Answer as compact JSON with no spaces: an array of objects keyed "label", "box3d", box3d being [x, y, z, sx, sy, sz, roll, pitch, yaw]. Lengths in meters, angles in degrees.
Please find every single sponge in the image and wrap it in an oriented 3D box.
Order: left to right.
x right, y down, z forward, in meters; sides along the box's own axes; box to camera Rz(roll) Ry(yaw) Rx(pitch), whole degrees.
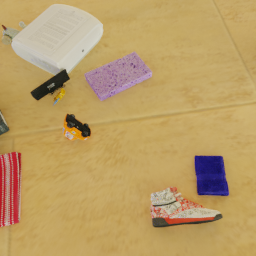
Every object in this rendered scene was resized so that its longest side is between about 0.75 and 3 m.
[{"label":"sponge","box3d":[-0.321,-1.766,9.418,1.997,0.298,1.114,-27,65,-15]}]

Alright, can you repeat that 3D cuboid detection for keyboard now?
[{"label":"keyboard","box3d":[-2.501,-1.381,8.996,1.339,0.697,0.265,-37,65,-14]}]

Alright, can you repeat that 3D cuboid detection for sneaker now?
[{"label":"sneaker","box3d":[1.458,1.964,7.176,1.789,0.597,0.959,-5,64,0]}]

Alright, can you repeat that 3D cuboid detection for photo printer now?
[{"label":"photo printer","box3d":[-2.341,-3.214,9.850,2.234,0.933,2.686,27,64,15]}]

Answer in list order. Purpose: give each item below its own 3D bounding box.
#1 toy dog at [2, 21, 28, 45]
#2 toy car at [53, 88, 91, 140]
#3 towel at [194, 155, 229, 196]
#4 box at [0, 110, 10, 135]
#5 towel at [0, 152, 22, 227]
[{"label":"toy dog","box3d":[-4.017,-3.543,10.204,1.348,0.649,0.889,-25,64,-13]},{"label":"toy car","box3d":[-1.773,-0.318,8.637,0.644,0.949,1.935,-46,42,20]},{"label":"towel","box3d":[2.303,1.288,7.730,0.854,0.287,1.157,1,61,0]},{"label":"box","box3d":[-5.016,-0.520,8.540,1.920,0.621,2.435,-29,66,-15]},{"label":"towel","box3d":[-4.339,1.740,7.469,2.867,0.322,2.073,-8,62,-5]}]
